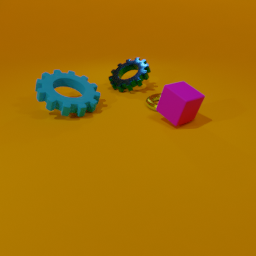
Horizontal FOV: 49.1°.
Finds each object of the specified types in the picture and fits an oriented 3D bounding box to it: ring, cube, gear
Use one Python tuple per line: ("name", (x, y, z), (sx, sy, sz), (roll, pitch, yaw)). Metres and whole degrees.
("ring", (1.164, -0.845, 9.154), (1.189, 0.238, 1.189), (0, 28, 0))
("cube", (1.465, -0.705, 7.913), (0.852, 0.852, 0.852), (-18, 48, -38))
("gear", (0.052, -2.010, 10.510), (1.576, 0.291, 1.576), (-15, 46, 16))
("gear", (-1.860, -1.126, 8.759), (1.938, 0.358, 1.938), (14, 39, -12))
